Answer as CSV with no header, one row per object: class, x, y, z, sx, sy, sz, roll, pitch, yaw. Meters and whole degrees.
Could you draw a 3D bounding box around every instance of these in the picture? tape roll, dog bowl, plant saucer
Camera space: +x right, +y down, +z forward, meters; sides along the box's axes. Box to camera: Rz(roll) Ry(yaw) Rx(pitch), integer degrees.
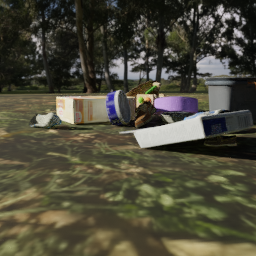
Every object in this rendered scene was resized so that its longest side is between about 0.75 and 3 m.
tape roll,2.150,-0.946,12.526,1.911,0.627,1.911,0,-3,0
dog bowl,-0.336,-0.719,10.166,0.488,1.238,1.238,-10,5,19
plant saucer,0.772,-1.638,15.451,2.532,0.448,2.532,-27,-18,-9

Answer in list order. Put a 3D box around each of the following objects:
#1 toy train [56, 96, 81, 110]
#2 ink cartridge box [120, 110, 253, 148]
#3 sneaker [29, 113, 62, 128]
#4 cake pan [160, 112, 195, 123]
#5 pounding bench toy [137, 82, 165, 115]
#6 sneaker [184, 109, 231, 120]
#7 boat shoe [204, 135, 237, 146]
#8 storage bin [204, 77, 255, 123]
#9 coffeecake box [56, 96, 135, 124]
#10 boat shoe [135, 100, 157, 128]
toy train,-2.923,-1.142,14.004,1.652,0.941,0.704,6,10,31
ink cartridge box,1.452,0.063,7.026,2.427,0.494,2.432,-8,-2,-43
sneaker,-2.925,-0.204,9.778,1.480,0.532,0.536,-3,-36,37
cake pan,2.114,-0.427,11.515,1.593,0.292,1.593,0,8,0
pounding bench toy,1.125,-1.500,14.150,1.000,1.610,1.256,7,11,39
sneaker,2.659,-0.279,9.130,1.923,0.728,0.741,-4,13,-33
boat shoe,2.276,0.309,6.887,0.847,0.252,0.304,-1,9,-7
storage bin,4.467,-1.088,10.955,2.643,1.775,1.924,-4,10,-22
coffeecake box,-1.382,-0.831,11.815,2.722,0.995,2.089,-5,10,-31
boat shoe,0.537,-0.551,10.093,0.633,0.618,1.673,-28,13,25
